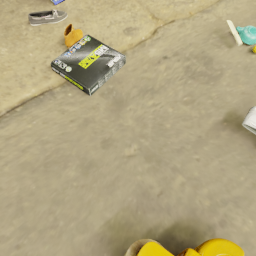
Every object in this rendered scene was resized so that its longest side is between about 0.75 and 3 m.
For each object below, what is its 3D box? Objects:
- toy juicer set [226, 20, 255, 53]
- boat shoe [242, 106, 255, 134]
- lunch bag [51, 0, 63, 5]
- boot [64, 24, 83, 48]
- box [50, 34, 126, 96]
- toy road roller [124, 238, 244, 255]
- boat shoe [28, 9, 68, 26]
[{"bbox_3d":[5.039,-3.651,11.576,2.127,0.579,1.353,5,71,-7],"label":"toy juicer set"},{"bbox_3d":[4.728,0.369,8.825,2.501,0.901,0.857,40,84,-3],"label":"boat shoe"},{"bbox_3d":[-3.111,-7.170,13.145,2.289,1.417,1.946,-38,66,-11],"label":"lunch bag"},{"bbox_3d":[-2.210,-3.875,11.415,0.486,0.989,1.381,12,60,6],"label":"boot"},{"bbox_3d":[-1.520,-2.511,10.889,2.070,0.509,2.143,34,65,21],"label":"box"},{"bbox_3d":[1.432,3.445,6.675,2.965,1.822,2.164,32,52,12],"label":"toy road roller"},{"bbox_3d":[-3.531,-4.939,12.336,1.708,0.487,0.571,-17,61,-10],"label":"boat shoe"}]
